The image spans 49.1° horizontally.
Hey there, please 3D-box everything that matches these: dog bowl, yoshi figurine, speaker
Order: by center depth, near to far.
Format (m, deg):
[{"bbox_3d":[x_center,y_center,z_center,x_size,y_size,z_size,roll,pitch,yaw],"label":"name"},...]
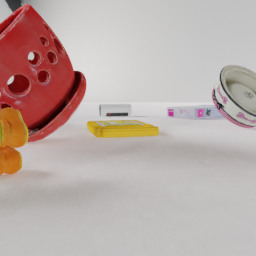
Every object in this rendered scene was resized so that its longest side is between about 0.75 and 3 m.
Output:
[{"bbox_3d":[-2.064,0.188,2.811,1.827,1.027,1.023,-10,-4,-45],"label":"yoshi figurine"},{"bbox_3d":[3.418,-0.887,8.318,2.056,2.056,0.758,-3,-34,-27],"label":"dog bowl"},{"bbox_3d":[-0.617,-0.847,13.225,1.481,0.601,0.601,-1,6,-13],"label":"speaker"}]

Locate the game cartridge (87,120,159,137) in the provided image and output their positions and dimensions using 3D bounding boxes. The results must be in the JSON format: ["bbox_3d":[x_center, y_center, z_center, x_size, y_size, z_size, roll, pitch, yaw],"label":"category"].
[{"bbox_3d":[-0.205,-0.010,7.197,1.512,0.278,1.715,-2,6,-16],"label":"game cartridge"}]

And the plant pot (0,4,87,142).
[{"bbox_3d":[-2.022,-0.955,5.523,2.161,2.161,1.968,8,-31,52],"label":"plant pot"}]

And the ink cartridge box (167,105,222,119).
[{"bbox_3d":[3.245,-0.753,12.658,2.668,0.560,1.592,-9,11,-37],"label":"ink cartridge box"}]
